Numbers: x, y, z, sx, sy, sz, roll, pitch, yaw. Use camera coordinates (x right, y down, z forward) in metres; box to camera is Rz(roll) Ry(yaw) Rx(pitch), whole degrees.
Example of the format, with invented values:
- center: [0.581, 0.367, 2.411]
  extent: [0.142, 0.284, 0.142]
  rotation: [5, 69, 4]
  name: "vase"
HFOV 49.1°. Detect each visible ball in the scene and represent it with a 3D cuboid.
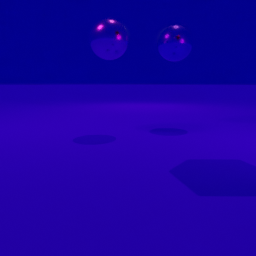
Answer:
- center: [1.392, -2.511, 8.328]
  extent: [1.045, 1.045, 1.045]
  rotation: [0, 10, 0]
  name: "ball"
- center: [-0.493, -2.312, 7.336]
  extent: [1.032, 1.032, 1.032]
  rotation: [0, 10, 0]
  name: "ball"
